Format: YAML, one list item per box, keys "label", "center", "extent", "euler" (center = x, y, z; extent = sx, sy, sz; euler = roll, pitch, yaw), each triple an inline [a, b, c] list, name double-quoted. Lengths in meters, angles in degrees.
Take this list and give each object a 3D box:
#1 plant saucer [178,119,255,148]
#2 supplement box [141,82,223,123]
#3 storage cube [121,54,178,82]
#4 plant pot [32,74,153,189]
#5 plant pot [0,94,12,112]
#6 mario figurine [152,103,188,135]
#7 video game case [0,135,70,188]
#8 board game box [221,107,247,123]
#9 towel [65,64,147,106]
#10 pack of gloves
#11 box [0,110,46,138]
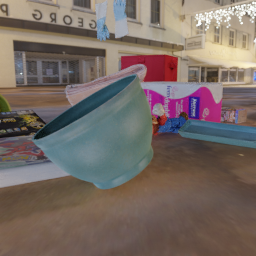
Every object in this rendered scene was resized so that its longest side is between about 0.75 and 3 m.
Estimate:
- label: "plant saucer"
  center: [2.321, 0.142, 6.434]
  extent: [2.223, 0.211, 0.777]
  euler: [10, 29, 30]
- label: "supplement box"
  center: [1.598, -0.842, 9.258]
  extent: [2.636, 1.334, 1.363]
  euler: [10, 15, 44]
- label: "storage cube"
  center: [1.282, -2.750, 16.094]
  extent: [2.987, 2.685, 2.553]
  euler: [6, 11, 25]
- label: "plant pot"
  center: [-0.301, 0.132, 3.814]
  extent: [1.598, 1.071, 1.598]
  euler: [-30, 15, 9]
- label: "plant pot"
  center: [-3.818, -0.256, 7.039]
  extent: [1.193, 1.256, 1.256]
  euler: [-9, 5, 30]
- label: "mario figurine"
  center: [0.768, -0.232, 7.172]
  extent: [1.563, 0.965, 0.828]
  euler: [-2, 22, -32]
- label: "video game case"
  center: [-2.133, 0.495, 4.824]
  extent: [2.535, 0.291, 2.310]
  euler: [-6, 12, -30]
- label: "board game box"
  center: [3.518, -0.452, 9.666]
  extent: [0.708, 0.430, 0.888]
  euler: [-10, 14, -44]
- label: "towel"
  center: [-0.796, -1.365, 10.412]
  extent: [2.795, 0.472, 2.926]
  euler: [-17, -7, -6]
- label: "pack of gloves"
  center: [-0.655, -3.962, 10.068]
  extent: [1.304, 1.552, 0.306]
  euler: [-9, -8, 29]
- label: "box"
  center: [-2.741, -0.018, 6.698]
  extent: [1.419, 0.348, 1.144]
  euler: [-9, 31, -40]
